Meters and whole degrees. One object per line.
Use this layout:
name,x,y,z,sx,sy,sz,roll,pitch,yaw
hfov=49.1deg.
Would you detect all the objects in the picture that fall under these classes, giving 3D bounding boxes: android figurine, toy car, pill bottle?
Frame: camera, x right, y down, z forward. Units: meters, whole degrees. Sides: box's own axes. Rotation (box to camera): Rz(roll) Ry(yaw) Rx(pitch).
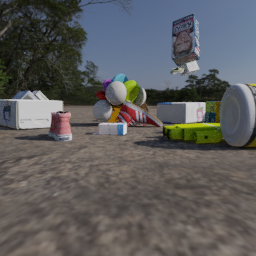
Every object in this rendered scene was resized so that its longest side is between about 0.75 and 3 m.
android figurine,2.102,0.113,8.137,2.072,0.426,1.886,-1,6,-6
toy car,-0.554,-1.374,12.486,2.087,2.385,1.789,-1,48,-50
pill bottle,3.823,-0.305,6.852,2.740,1.525,1.525,0,6,-5

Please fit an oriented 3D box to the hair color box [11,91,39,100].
hair color box,-5.522,-1.236,15.508,1.446,0.886,2.921,47,-17,-26

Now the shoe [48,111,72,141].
shoe,-2.045,-0.120,8.473,0.638,0.812,1.786,-2,6,-21

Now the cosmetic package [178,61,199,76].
cosmetic package,3.045,-3.047,14.125,0.754,0.622,0.621,-18,-4,-33

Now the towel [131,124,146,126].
towel,0.187,-0.200,12.680,1.202,0.137,0.866,-1,5,-11

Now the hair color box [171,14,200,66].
hair color box,2.439,-3.732,11.854,1.023,2.046,0.619,-12,-29,32

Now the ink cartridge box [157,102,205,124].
ink cartridge box,2.836,-0.799,14.177,1.722,1.009,2.383,5,6,43

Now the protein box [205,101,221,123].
protein box,3.622,-0.353,9.333,1.612,1.096,1.624,4,7,37

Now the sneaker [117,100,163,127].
sneaker,0.444,-0.284,11.801,1.893,1.065,0.674,30,5,2

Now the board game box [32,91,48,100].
board game box,-4.404,-1.217,15.338,0.340,1.963,1.239,-49,28,-17

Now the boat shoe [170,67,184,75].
boat shoe,2.402,-2.778,13.483,0.813,0.252,0.293,-23,58,-28

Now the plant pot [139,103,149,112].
plant pot,0.402,-0.759,14.314,1.166,1.166,0.783,-1,-31,-11

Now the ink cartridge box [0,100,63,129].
ink cartridge box,-4.205,-0.643,11.960,1.929,1.162,2.655,-5,10,-39

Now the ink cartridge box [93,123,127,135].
ink cartridge box,-0.610,0.023,9.361,1.060,0.353,0.614,1,6,9
